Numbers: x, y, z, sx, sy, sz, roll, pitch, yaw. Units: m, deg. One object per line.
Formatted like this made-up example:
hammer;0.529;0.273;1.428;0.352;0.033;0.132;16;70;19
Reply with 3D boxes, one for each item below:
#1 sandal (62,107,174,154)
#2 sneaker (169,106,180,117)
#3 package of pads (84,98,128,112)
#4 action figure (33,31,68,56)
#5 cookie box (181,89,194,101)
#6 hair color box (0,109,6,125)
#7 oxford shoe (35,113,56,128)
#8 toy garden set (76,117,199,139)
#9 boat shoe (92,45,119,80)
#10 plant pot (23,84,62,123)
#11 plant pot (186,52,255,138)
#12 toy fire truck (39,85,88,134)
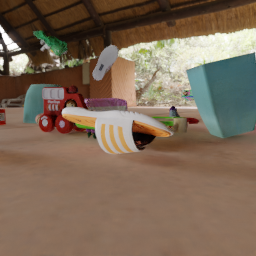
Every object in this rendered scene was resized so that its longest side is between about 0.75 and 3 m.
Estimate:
sandal;-0.328;0.124;5.418;2.624;0.752;1.005;7;-13;38
sneaker;2.594;-0.863;15.574;0.651;0.766;1.750;1;6;9
package of pads;-1.423;-0.692;11.833;1.794;1.127;2.977;-3;6;-27
action figure;-3.049;-3.380;11.485;1.505;0.697;2.548;8;21;-27
cookie box;2.712;-1.358;11.453;0.848;0.319;0.725;-2;-8;33
hair color box;-5.935;-0.499;12.201;1.357;0.689;0.415;2;6;31
oxford shoe;-2.645;-0.188;10.609;1.600;0.566;0.591;-3;32;-40
toy garden set;0.469;0.025;7.587;2.994;0.597;2.496;-3;4;-34
boat shoe;-0.839;-2.640;11.158;0.623;1.731;0.569;31;41;-4
plant pot;-3.931;-1.193;13.593;2.255;1.810;2.255;0;6;0
plant pot;2.737;-0.857;7.944;1.472;2.083;1.471;-13;6;-4
toy fire truck;-2.092;-0.628;9.170;1.798;1.510;1.008;3;6;29
